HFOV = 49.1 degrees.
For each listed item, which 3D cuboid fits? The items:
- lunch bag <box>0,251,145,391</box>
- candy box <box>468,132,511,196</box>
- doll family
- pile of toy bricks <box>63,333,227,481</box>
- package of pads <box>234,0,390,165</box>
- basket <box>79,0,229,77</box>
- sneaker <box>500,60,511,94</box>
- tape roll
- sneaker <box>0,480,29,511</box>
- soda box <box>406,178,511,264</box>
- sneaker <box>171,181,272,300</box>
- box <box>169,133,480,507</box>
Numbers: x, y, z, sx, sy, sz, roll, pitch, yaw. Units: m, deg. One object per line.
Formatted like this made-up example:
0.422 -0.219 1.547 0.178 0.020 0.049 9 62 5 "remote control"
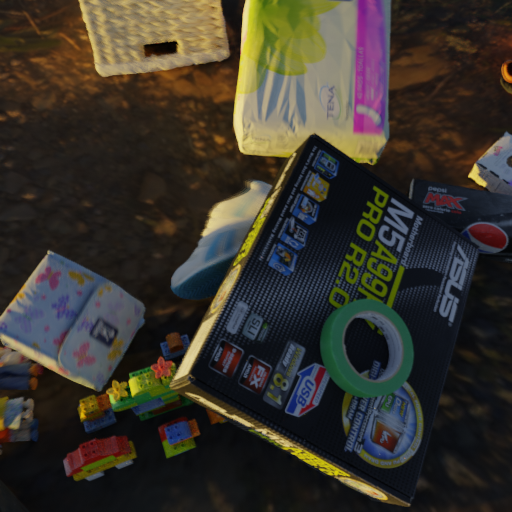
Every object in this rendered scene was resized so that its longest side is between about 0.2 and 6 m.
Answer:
-2.581 0.947 8.010 1.665 1.058 1.412 30 65 -2 "lunch bag"
4.573 -1.462 9.846 1.219 0.436 1.022 41 68 20 "candy box"
-3.590 1.881 7.765 1.002 0.727 1.614 -4 58 -5 "doll family"
-1.267 1.790 7.442 2.802 1.383 1.554 -20 62 -11 "pile of toy bricks"
0.971 -3.369 9.851 2.588 1.142 3.350 3 77 -1 "package of pads"
-2.094 -5.447 11.114 2.752 2.233 2.777 -9 59 -4 "basket"
5.456 -4.023 11.032 1.334 0.924 2.381 -5 60 -4 "sneaker"
1.376 1.139 6.928 1.188 0.285 1.188 8 70 -22 "tape roll"
-3.222 3.243 6.645 2.702 1.340 0.955 39 66 18 "sneaker"
3.650 -0.508 9.102 2.477 0.784 0.876 11 61 7 "soda box"
-0.447 -0.220 8.818 2.297 0.879 0.928 -40 59 -7 "sneaker"
1.164 0.735 7.646 3.196 0.883 3.990 32 63 -10 "box"
